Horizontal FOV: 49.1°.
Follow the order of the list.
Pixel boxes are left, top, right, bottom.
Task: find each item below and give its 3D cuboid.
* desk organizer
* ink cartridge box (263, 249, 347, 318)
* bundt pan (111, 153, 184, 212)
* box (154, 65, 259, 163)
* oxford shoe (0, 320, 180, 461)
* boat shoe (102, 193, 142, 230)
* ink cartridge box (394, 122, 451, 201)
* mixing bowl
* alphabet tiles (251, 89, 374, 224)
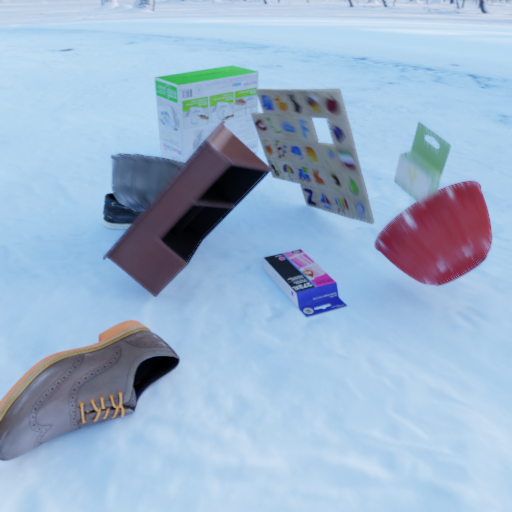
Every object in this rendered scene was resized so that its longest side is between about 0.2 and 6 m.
[{"bbox_3d":[-1.215,-0.745,9.816,1.187,3.083,1.106,41,29,-11],"label":"desk organizer"},{"bbox_3d":[0.904,0.482,10.783,0.883,0.346,1.864,-13,35,-21],"label":"ink cartridge box"},{"bbox_3d":[-1.779,-1.299,11.615,2.622,0.984,2.622,11,-1,0],"label":"bundt pan"},{"bbox_3d":[-1.364,-4.093,16.529,2.830,2.497,1.368,-23,38,-33],"label":"box"},{"bbox_3d":[-2.278,1.857,7.693,1.071,1.047,2.938,24,37,27],"label":"oxford shoe"},{"bbox_3d":[-2.266,-1.214,13.131,2.665,0.884,0.996,-2,30,-3],"label":"boat shoe"},{"bbox_3d":[3.467,-1.914,11.794,0.349,1.456,1.060,-20,48,-19],"label":"ink cartridge box"},{"bbox_3d":[3.279,-0.216,9.804,2.098,2.098,1.136,-16,66,-25],"label":"mixing bowl"},{"bbox_3d":[1.130,-2.388,12.927,0.137,3.031,3.626,-32,29,-21],"label":"alphabet tiles"}]
